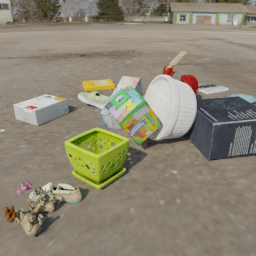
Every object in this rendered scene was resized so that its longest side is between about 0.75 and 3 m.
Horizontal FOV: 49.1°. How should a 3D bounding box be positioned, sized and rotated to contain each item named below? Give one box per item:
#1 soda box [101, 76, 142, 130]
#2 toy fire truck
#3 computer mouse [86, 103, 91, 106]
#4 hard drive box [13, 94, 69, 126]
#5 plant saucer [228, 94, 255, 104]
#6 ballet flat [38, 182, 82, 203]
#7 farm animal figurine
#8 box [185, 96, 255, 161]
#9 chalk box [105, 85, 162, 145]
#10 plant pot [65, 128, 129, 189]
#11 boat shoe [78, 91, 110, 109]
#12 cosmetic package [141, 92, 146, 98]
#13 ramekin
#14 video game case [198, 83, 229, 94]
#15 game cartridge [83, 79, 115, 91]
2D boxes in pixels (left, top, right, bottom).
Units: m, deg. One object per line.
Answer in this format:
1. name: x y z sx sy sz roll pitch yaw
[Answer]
1. soda box: -0.188 -1.001 10.530 0.787 0.731 2.300 9 47 20
2. toy fire truck: 2.294 -2.267 12.391 1.851 2.103 1.353 22 26 36
3. computer mouse: -1.758 -1.154 12.532 0.244 0.142 0.832 7 21 -12
4. hard drive box: -3.375 -0.742 11.014 1.274 0.628 1.634 14 28 30
5. plant saucer: 5.215 -1.293 12.814 1.222 0.167 1.222 0 25 0
6. ballet flat: -1.646 1.446 6.412 1.208 0.406 0.411 1 24 2
7. farm animal figurine: -2.018 1.691 5.784 0.887 0.553 1.099 19 25 0
8. box: 3.030 -0.075 8.755 1.975 1.245 2.009 -4 25 -11
9. chalk box: 0.094 -0.448 7.914 0.978 1.572 0.973 -41 46 2
10. plant pot: -0.750 0.780 7.069 1.188 1.084 1.194 18 31 35
11. boat shoe: -1.382 -1.281 12.058 1.816 0.563 0.654 23 22 27
12. cosmetic package: 0.794 -1.008 11.550 1.891 0.672 0.995 8 25 18
13. ramekin: 1.318 -0.605 8.913 0.964 2.070 2.070 4 21 -23
14. video game case: 4.242 -2.058 14.531 1.392 0.163 1.266 -12 27 -22
15. game cartridge: -1.587 -2.310 14.973 1.567 0.254 1.381 -6 25 -15
